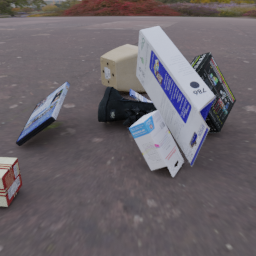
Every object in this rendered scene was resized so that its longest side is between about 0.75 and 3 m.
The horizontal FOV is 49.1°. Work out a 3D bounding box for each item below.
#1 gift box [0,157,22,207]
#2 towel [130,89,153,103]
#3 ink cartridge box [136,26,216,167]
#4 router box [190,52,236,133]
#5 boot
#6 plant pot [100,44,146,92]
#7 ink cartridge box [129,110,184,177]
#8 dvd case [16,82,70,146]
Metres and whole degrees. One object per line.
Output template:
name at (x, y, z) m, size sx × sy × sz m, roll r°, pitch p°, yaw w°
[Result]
gift box at (-2.321, 0.907, 4.882) m, size 0.719 × 0.710 × 0.770 m, roll 3°, pitch 21°, yaw 2°
towel at (0.450, -0.903, 8.811) m, size 0.908 × 0.108 × 0.667 m, roll 30°, pitch 21°, yaw -13°
ink cartridge box at (1.025, -0.752, 6.120) m, size 0.577 × 1.464 × 2.944 m, roll -17°, pitch 58°, yaw -14°
router box at (1.996, -0.861, 7.063) m, size 0.509 × 1.640 × 1.229 m, roll -3°, pitch 42°, yaw 50°
boot at (0.109, -0.596, 7.976) m, size 1.687 × 0.762 × 2.059 m, roll 5°, pitch 23°, yaw 2°
plant pot at (-0.146, -2.063, 10.038) m, size 1.349 × 1.522 × 1.524 m, roll -19°, pitch 31°, yaw -31°
ink cartridge box at (0.610, 0.355, 5.761) m, size 0.427 × 1.258 × 0.724 m, roll -22°, pitch 10°, yaw 37°
dvd case at (-2.084, -0.403, 7.016) m, size 1.250 × 0.154 × 1.752 m, roll -32°, pitch 29°, yaw 22°
